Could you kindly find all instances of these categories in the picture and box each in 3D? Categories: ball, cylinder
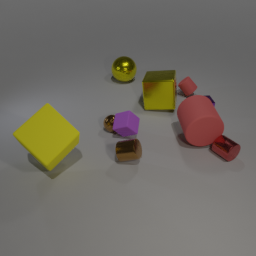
[{"bbox_3d":[-0.216,-3.224,15.367,1.400,1.400,1.400,0,33,0],"label":"ball"},{"bbox_3d":[2.647,-0.282,10.385,1.400,1.400,1.400,-3,38,-4],"label":"cylinder"},{"bbox_3d":[0.031,0.749,9.458,0.700,0.700,0.700,-10,28,23],"label":"cylinder"},{"bbox_3d":[3.464,0.707,9.892,0.700,0.700,0.700,-19,38,-27],"label":"cylinder"},{"bbox_3d":[2.960,-2.078,13.904,0.700,0.700,0.700,-41,11,10],"label":"cylinder"},{"bbox_3d":[-0.646,-0.190,11.277,0.700,0.700,0.700,0,33,0],"label":"ball"}]

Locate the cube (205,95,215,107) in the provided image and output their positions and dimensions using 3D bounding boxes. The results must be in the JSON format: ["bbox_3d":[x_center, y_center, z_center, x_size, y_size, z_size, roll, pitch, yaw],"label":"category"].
[{"bbox_3d":[3.379,-0.979,12.486,0.700,0.700,0.700,-4,35,-6],"label":"cube"}]

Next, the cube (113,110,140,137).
[{"bbox_3d":[-0.061,-0.159,10.678,0.700,0.700,0.700,-11,58,36],"label":"cube"}]

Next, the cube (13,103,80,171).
[{"bbox_3d":[-2.523,0.334,8.913,1.400,1.400,1.400,43,72,2],"label":"cube"}]

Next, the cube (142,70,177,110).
[{"bbox_3d":[1.488,-1.757,12.870,1.400,1.400,1.400,0,30,14],"label":"cube"}]
